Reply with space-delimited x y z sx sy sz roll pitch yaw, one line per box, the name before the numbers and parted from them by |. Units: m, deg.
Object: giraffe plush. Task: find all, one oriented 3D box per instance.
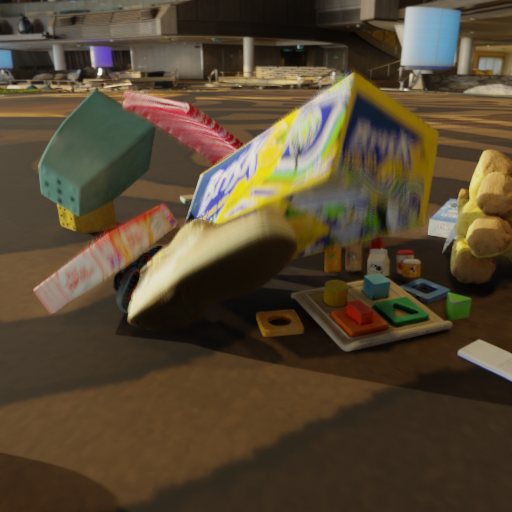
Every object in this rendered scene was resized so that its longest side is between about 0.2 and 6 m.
giraffe plush | 4.631 -0.370 9.739 2.096 2.230 2.585 14 -12 9

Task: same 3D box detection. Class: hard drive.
hard drive | 3.095 1.345 7.250 0.508 0.098 0.770 -15 26 -34

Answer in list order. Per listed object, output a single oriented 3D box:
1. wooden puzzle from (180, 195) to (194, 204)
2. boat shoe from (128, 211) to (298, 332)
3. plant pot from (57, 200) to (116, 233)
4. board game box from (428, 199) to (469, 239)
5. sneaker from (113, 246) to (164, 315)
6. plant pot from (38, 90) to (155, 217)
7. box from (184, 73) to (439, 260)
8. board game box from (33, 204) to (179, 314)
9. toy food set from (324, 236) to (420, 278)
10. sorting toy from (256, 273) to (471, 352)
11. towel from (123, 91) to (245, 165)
wooden puzzle | -0.327 -1.451 14.338 3.207 0.225 1.902 0 21 1
boat shoe | -0.709 0.058 7.180 1.095 0.982 2.959 23 -39 -39
plant pot | -3.758 -0.990 12.214 0.919 0.926 0.947 17 31 34
board game box | 4.954 -0.736 12.212 1.889 0.410 1.880 12 25 28
sneaker | -1.890 0.506 8.888 0.858 0.713 1.797 -24 16 15
plant pot | -3.345 -1.956 11.507 1.508 1.507 2.133 30 55 3
box | 0.457 -0.883 8.164 1.494 1.371 4.264 25 -21 -25
board game box | -2.252 -0.017 8.758 1.569 0.480 2.071 -33 8 19
toy food set | 2.058 -0.064 9.699 1.679 0.755 0.801 3 5 35
sorting toy | 1.661 0.706 8.405 3.368 0.459 1.897 -9 23 -21
towel | -0.892 -2.011 9.597 1.800 0.280 2.489 22 -3 39
